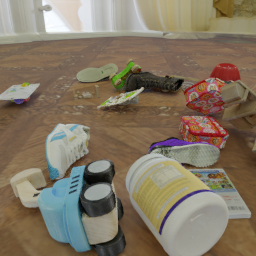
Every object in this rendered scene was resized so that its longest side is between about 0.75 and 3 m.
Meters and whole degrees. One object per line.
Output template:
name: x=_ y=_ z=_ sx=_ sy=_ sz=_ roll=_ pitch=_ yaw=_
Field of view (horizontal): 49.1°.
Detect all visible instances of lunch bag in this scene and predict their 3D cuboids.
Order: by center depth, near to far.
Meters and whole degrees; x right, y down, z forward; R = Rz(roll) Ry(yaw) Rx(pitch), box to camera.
lunch bag: x=2.701 y=0.134 z=9.837 sx=1.558 sy=0.725 sz=1.769 roll=3 pitch=22 yaw=-5
lunch bag: x=3.420 y=-1.277 z=11.277 sx=1.962 sy=0.804 sz=1.729 roll=15 pitch=-31 yaw=-40

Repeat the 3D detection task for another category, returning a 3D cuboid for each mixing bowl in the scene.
mixing bowl: x=5.913 y=-3.318 z=16.982 sx=1.939 sy=1.050 sz=1.939 roll=-1 pitch=25 yaw=0

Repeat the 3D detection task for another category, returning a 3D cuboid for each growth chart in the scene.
growth chart: x=-0.302 y=-1.344 z=12.570 sx=1.934 sy=0.171 sz=1.399 roll=-12 pitch=22 yaw=32

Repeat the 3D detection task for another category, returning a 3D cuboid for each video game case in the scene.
video game case: x=2.090 y=1.619 z=7.164 sx=1.336 sy=0.168 sz=1.865 roll=-1 pitch=25 yaw=-2

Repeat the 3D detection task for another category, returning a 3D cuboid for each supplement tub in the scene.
supplement tub: x=0.904 y=1.511 z=5.854 sx=1.441 sy=1.441 sz=1.982 roll=-11 pitch=27 yaw=-22

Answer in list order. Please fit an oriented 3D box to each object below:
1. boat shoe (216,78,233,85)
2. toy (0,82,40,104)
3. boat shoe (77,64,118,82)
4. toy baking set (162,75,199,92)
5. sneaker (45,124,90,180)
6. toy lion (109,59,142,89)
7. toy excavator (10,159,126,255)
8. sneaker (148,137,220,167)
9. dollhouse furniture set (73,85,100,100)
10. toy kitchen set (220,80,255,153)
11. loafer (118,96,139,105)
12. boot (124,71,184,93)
boat shoe: x=4.672 y=-2.042 z=14.329 sx=0.799 sy=0.909 sz=2.554 roll=-6 pitch=22 yaw=-14
toy: x=-5.287 y=-1.613 z=13.768 sx=1.437 sy=0.589 sz=2.496 roll=-4 pitch=27 yaw=-2
boat shoe: x=-1.905 y=-3.259 z=17.370 sx=2.600 sy=0.934 sz=0.879 roll=-17 pitch=-9 yaw=-19
toy baking set: x=2.649 y=-2.551 z=16.200 sx=2.726 sy=0.317 sz=2.092 roll=-20 pitch=37 yaw=-24
sneaker: x=-1.782 y=0.568 z=8.458 sx=1.091 sy=1.033 sz=2.700 roll=-1 pitch=26 yaw=0
toy lion: x=-0.043 y=-2.841 z=15.575 sx=1.912 sy=1.833 sz=0.657 roll=-41 pitch=74 yaw=-6
toy excavator: x=-1.519 y=1.562 z=6.174 sx=2.707 sy=1.352 sz=2.632 roll=-9 pitch=24 yaw=1
sneaker: x=1.669 y=0.635 z=8.615 sx=2.163 sy=0.752 sz=1.076 roll=-1 pitch=23 yaw=-1
dollhouse furniture set: x=-2.163 y=-1.851 z=14.310 sx=1.287 sy=0.570 sz=0.667 roll=-9 pitch=26 yaw=-17
toy kitchen set: x=3.750 y=-0.136 z=9.124 sx=2.361 sy=1.926 sz=2.130 roll=-20 pitch=39 yaw=63
loafer: x=-0.030 y=-1.340 z=13.380 sx=1.152 sy=0.402 sz=0.403 roll=-9 pitch=26 yaw=-18
boot: x=1.429 y=-2.365 z=14.818 sx=2.479 sy=0.986 sz=2.847 roll=17 pitch=34 yaw=31
